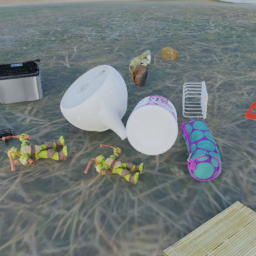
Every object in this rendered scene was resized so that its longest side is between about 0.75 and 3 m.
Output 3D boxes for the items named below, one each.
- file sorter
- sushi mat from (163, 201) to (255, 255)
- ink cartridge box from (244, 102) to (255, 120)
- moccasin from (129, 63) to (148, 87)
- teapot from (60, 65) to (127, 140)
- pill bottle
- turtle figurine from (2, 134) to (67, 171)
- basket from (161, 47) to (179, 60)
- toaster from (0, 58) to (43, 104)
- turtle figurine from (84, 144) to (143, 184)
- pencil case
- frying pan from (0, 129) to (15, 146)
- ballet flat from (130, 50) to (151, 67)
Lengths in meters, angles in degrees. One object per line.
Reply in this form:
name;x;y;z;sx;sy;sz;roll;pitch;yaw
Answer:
file sorter;2.843;-1.231;12.033;0.950;1.059;1.526;2;31;9
sushi mat;2.222;2.640;6.412;2.666;0.161;1.275;-20;37;-29
ink cartridge box;6.196;-0.695;11.666;2.126;0.607;1.728;22;38;26
moccasin;0.439;-2.491;12.754;0.894;0.847;2.315;14;30;-2
teapot;-1.039;-0.878;10.615;2.746;2.032;2.782;-12;43;37
pill bottle;0.769;-0.221;8.290;1.356;1.356;2.392;4;15;7
turtle figurine;-2.943;0.808;8.888;1.901;0.759;2.358;-3;20;-22
basket;2.796;-5.012;18.619;1.019;0.727;0.759;27;41;37
toaster;-5.173;-2.289;13.435;2.348;1.393;2.123;-11;33;-17
turtle figurine;-0.403;1.184;8.384;1.539;0.615;1.909;19;21;12
pencil case;2.299;0.622;9.012;1.030;0.948;2.228;18;30;-7
frying pan;-4.375;0.328;10.256;1.144;0.186;0.692;28;41;35
ballet flat;0.955;-4.176;17.328;0.822;0.822;2.325;17;34;26
